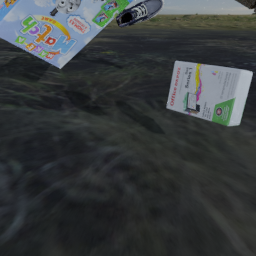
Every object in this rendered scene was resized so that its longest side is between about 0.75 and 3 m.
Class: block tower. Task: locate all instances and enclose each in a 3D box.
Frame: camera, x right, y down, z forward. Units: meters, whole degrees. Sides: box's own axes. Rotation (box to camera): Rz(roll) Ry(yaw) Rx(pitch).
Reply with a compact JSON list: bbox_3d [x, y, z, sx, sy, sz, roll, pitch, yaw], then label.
[{"bbox_3d":[3.234,-3.068,6.866,0.398,0.372,1.377,-13,48,-21],"label":"block tower"}]

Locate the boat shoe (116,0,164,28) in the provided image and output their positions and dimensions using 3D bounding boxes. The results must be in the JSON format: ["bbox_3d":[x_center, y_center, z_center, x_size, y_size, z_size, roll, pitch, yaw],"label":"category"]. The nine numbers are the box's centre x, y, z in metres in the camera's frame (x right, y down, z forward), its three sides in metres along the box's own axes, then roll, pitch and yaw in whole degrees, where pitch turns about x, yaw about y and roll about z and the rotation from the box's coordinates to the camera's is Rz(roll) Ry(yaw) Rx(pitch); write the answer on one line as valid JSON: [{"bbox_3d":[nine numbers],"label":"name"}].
[{"bbox_3d":[0.421,-4.068,9.928,1.858,0.694,0.862,-24,19,15],"label":"boat shoe"}]

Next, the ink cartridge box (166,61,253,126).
[{"bbox_3d":[1.071,-0.496,3.830,0.981,0.711,0.412,21,18,41],"label":"ink cartridge box"}]

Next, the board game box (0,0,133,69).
[{"bbox_3d":[-1.308,-2.629,6.064,2.020,2.671,0.489,19,38,-59],"label":"board game box"}]
